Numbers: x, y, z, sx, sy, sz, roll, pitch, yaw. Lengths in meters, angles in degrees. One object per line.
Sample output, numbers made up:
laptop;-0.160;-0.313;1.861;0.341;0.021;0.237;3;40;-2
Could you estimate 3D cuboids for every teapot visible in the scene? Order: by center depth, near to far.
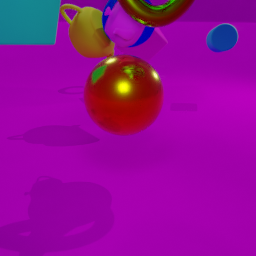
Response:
teapot;-0.082;-1.747;4.590;0.634;0.804;1.294;22;37;-23
teapot;-0.952;-2.339;7.296;1.018;2.080;1.293;-20;42;30

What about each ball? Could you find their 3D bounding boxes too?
ball;-0.068;-0.527;4.573;1.308;1.308;1.308;0;23;0

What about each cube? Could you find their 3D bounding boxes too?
cube;-1.919;-2.119;4.667;1.120;1.120;1.120;-17;44;-44
cube;0.358;-3.281;10.044;1.347;1.347;1.347;32;28;-37

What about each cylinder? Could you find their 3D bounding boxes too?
cylinder;3.137;-2.997;9.407;0.858;0.858;0.858;2;12;5

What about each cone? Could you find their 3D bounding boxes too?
cone;0.019;-2.913;7.127;1.291;1.291;1.296;0;37;-1

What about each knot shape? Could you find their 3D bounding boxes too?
knot shape;0.612;-2.041;3.471;1.726;0.852;1.845;-30;-17;17
